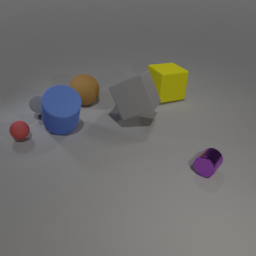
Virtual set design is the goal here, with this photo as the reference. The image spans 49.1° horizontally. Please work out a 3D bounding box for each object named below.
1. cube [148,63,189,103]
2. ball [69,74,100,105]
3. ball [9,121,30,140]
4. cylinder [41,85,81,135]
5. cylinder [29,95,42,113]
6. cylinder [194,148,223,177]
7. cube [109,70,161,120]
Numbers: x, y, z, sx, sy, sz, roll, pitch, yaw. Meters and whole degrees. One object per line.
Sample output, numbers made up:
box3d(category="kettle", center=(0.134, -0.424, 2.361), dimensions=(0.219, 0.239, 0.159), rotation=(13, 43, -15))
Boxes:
box3d(category="cube", center=(1.816, -2.166, 13.244), dimensions=(1.400, 1.400, 1.400), rotation=(-10, 33, -22))
box3d(category="ball", center=(-1.988, -1.741, 12.693), dimensions=(1.400, 1.400, 1.400), rotation=(0, 32, 0))
box3d(category="ball", center=(-3.981, 0.076, 10.292), dimensions=(0.700, 0.700, 0.700), rotation=(0, 32, 0))
box3d(category="cylinder", center=(-2.514, -0.657, 10.538), dimensions=(1.400, 1.400, 1.400), rotation=(6, 61, -12))
box3d(category="cylinder", center=(-3.668, -0.992, 11.618), dimensions=(0.700, 0.700, 0.700), rotation=(-4, 4, -6))
box3d(category="cylinder", center=(2.534, 1.075, 8.823), dimensions=(0.700, 0.700, 0.700), rotation=(22, 35, 31))
box3d(category="cube", center=(0.317, -1.309, 11.074), dimensions=(1.400, 1.400, 1.400), rotation=(-18, 12, 21))
